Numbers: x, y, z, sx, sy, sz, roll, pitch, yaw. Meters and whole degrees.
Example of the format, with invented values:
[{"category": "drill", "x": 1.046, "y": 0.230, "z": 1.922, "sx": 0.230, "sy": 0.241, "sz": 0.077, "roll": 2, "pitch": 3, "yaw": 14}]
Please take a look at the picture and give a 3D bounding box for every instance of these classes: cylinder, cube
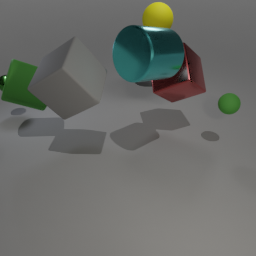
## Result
[{"category": "cylinder", "x": 0.545, "y": -1.968, "z": 7.477, "sx": 1.400, "sy": 1.400, "sz": 1.400, "roll": 26, "pitch": 28, "yaw": 38}, {"category": "cylinder", "x": -3.350, "y": -1.423, "z": 9.401, "sx": 1.400, "sy": 1.400, "sz": 1.400, "roll": 15, "pitch": 22, "yaw": -26}, {"category": "cube", "x": 1.742, "y": -1.877, "z": 9.855, "sx": 1.400, "sy": 1.400, "sz": 1.400, "roll": -16, "pitch": -19, "yaw": 34}, {"category": "cube", "x": -1.614, "y": -1.341, "z": 7.767, "sx": 1.400, "sy": 1.400, "sz": 1.400, "roll": -21, "pitch": 42, "yaw": 30}]

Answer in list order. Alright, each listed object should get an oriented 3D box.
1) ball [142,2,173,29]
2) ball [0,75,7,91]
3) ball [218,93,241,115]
[{"category": "ball", "x": 1.342, "y": -4.929, "z": 12.677, "sx": 1.400, "sy": 1.400, "sz": 1.400, "roll": 0, "pitch": 29, "yaw": 0}, {"category": "ball", "x": -4.826, "y": -1.763, "z": 11.146, "sx": 0.700, "sy": 0.700, "sz": 0.700, "roll": 0, "pitch": 29, "yaw": 0}, {"category": "ball", "x": 3.299, "y": -0.790, "z": 9.137, "sx": 0.700, "sy": 0.700, "sz": 0.700, "roll": 0, "pitch": 29, "yaw": 0}]
